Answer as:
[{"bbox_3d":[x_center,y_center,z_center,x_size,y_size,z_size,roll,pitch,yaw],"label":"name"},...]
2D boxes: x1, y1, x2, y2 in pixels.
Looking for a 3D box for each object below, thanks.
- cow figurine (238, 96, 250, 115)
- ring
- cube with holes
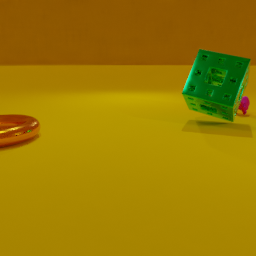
[{"bbox_3d":[3.627,-0.834,9.755,1.091,0.599,1.074,-20,37,18],"label":"cow figurine"},{"bbox_3d":[-3.104,0.040,6.645,1.976,0.395,1.976,-1,15,0],"label":"ring"},{"bbox_3d":[2.551,-1.184,8.044,1.389,1.389,1.389,19,-7,24],"label":"cube with holes"}]
